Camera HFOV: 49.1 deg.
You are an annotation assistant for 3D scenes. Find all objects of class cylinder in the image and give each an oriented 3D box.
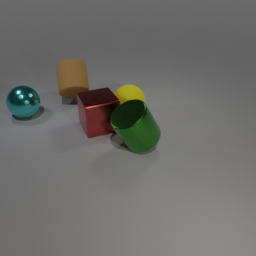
[{"bbox_3d":[-2.564,-2.269,13.021,1.400,1.400,1.400,-7,76,-10],"label":"cylinder"},{"bbox_3d":[0.284,-0.062,9.978,1.400,1.400,1.400,-19,43,18],"label":"cylinder"}]

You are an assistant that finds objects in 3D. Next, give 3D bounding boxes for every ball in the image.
[{"bbox_3d":[-4.493,-1.130,12.071,1.400,1.400,1.400,0,33,0],"label":"ball"},{"bbox_3d":[0.046,-1.163,12.130,1.400,1.400,1.400,0,33,0],"label":"ball"}]

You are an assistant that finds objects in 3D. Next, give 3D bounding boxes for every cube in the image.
[{"bbox_3d":[-1.181,-0.654,11.328,1.400,1.400,1.400,-13,35,-19],"label":"cube"}]
